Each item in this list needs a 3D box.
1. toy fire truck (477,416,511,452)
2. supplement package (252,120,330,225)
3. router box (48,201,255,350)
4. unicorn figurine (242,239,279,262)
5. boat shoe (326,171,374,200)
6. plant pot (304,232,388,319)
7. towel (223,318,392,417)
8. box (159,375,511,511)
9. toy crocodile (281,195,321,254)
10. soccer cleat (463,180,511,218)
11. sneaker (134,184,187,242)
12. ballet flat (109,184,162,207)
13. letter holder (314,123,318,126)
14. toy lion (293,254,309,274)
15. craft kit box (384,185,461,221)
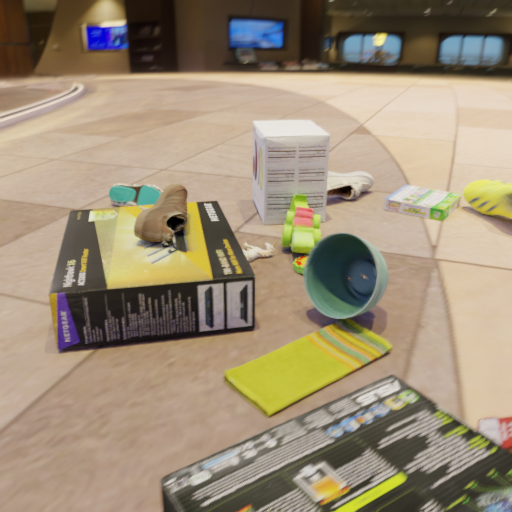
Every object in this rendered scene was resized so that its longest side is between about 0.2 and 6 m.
[{"bbox_3d":[2.919,2.113,6.182,0.876,0.585,1.043,-17,15,24],"label":"toy fire truck"},{"bbox_3d":[0.781,-2.116,13.830,1.558,2.118,2.026,-3,23,-8],"label":"supplement package"},{"bbox_3d":[-1.877,0.115,10.041,3.038,1.009,3.864,-5,24,-12],"label":"router box"},{"bbox_3d":[-0.059,-0.086,11.482,0.648,0.349,0.944,26,49,33],"label":"unicorn figurine"},{"bbox_3d":[2.443,-1.814,15.058,2.059,0.730,0.719,-1,55,-37],"label":"boat shoe"},{"bbox_3d":[1.565,0.331,8.959,1.337,1.337,0.896,22,10,40],"label":"plant pot"},{"bbox_3d":[0.778,1.483,7.933,2.395,0.216,1.031,-18,28,-35],"label":"towel"},{"bbox_3d":[1.198,2.499,4.956,3.158,0.750,3.049,-15,29,-32],"label":"box"},{"bbox_3d":[0.996,-0.668,12.093,0.795,0.728,2.356,8,24,2],"label":"toy crocodile"},{"bbox_3d":[5.901,-1.347,13.056,1.205,0.931,2.880,33,5,-33],"label":"soccer cleat"},{"bbox_3d":[-1.501,-0.710,10.040,0.699,0.652,1.851,18,33,8],"label":"sneaker"},{"bbox_3d":[-2.864,-1.472,14.261,2.065,0.741,0.741,17,28,33],"label":"ballet flat"},{"bbox_3d":[1.042,-3.590,18.135,1.991,1.415,1.001,0,23,0],"label":"letter holder"},{"bbox_3d":[1.215,0.197,10.783,1.031,0.369,1.076,-3,19,11],"label":"toy lion"},{"bbox_3d":[4.298,-1.390,14.423,1.533,0.376,1.552,13,26,33],"label":"craft kit box"}]
